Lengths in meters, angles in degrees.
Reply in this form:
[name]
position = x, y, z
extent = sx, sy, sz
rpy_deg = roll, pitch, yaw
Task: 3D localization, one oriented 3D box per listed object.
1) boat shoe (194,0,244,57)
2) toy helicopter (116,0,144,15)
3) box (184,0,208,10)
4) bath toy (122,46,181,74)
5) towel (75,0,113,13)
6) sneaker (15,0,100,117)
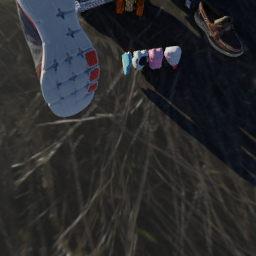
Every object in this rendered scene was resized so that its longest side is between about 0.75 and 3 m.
[boat shoe]
position = 2.610, -2.854, 7.935
extent = 0.689, 0.687, 1.909
rpy_deg = -28, 72, -10
[toy helicopter]
position = 0.146, -4.395, 8.193
extent = 0.778, 1.305, 1.974
rpy_deg = 7, 69, 3
[box]
position = 2.205, -4.217, 8.135
extent = 1.018, 1.291, 0.329
rpy_deg = -33, 69, -13
[bath toy]
position = 0.673, -1.835, 7.612
extent = 1.608, 0.699, 0.594
rpy_deg = -10, 103, -8
[towel]
position = -1.099, -4.539, 8.543
extent = 1.775, 0.760, 1.470
rpy_deg = -22, 70, -8
[sneaker]
position = -1.293, -1.567, 4.982
extent = 1.100, 2.855, 1.169
rpy_deg = -22, 40, -23
